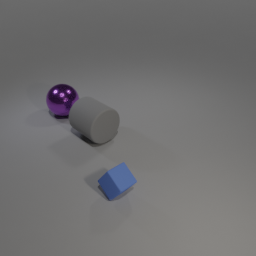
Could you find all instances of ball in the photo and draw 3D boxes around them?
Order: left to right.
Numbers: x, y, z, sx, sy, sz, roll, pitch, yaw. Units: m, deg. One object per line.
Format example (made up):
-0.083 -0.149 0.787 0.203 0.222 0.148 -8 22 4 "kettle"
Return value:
-2.805 -1.201 12.060 1.400 1.400 1.400 0 33 0 "ball"

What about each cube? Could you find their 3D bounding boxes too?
-0.315 1.550 8.162 0.700 0.700 0.700 -24 74 -43 "cube"

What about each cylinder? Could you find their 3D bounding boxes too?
-1.273 -0.314 10.559 1.400 1.400 1.400 -28 43 -36 "cylinder"
